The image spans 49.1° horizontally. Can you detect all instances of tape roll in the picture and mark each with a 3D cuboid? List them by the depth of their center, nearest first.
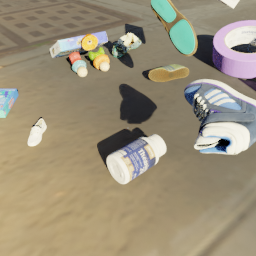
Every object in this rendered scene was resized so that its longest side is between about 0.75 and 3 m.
[{"bbox_3d":[5.095,-3.396,11.922,2.842,0.932,2.842,-7,49,9],"label":"tape roll"}]

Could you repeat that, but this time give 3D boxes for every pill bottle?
[{"bbox_3d":[0.263,0.751,7.318,1.507,0.836,0.836,-28,46,-30],"label":"pill bottle"}]

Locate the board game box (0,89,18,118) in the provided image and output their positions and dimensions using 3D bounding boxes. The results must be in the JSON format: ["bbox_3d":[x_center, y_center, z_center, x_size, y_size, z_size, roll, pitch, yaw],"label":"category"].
[{"bbox_3d":[-4.632,-0.891,9.832,1.092,0.323,1.437,1,38,1],"label":"board game box"}]

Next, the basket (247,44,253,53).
[{"bbox_3d":[6.348,-3.882,13.121,1.144,1.009,0.796,31,39,22],"label":"basket"}]

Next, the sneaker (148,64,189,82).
[{"bbox_3d":[1.606,-2.288,11.524,1.648,0.553,0.740,-7,26,-4],"label":"sneaker"}]

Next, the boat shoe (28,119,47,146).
[{"bbox_3d":[-2.797,0.110,8.514,0.382,0.374,1.078,2,38,2],"label":"boat shoe"}]

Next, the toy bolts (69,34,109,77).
[{"bbox_3d":[-1.625,-2.869,11.661,1.604,1.532,1.113,-27,59,-5],"label":"toy bolts"}]

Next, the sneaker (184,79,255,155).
[{"bbox_3d":[1.510,-0.198,5.314,1.392,0.766,1.901,-35,46,-27],"label":"sneaker"}]

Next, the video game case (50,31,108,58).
[{"bbox_3d":[-2.254,-3.718,12.621,2.173,0.494,1.969,-19,11,-22],"label":"video game case"}]

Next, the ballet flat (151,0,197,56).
[{"bbox_3d":[1.380,-2.924,8.055,2.082,0.706,0.753,56,22,11],"label":"ballet flat"}]

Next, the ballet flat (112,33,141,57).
[{"bbox_3d":[0.010,-4.201,13.699,0.858,0.858,2.312,17,41,21],"label":"ballet flat"}]

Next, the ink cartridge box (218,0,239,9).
[{"bbox_3d":[2.914,-4.240,7.943,0.899,1.232,0.903,24,29,-16],"label":"ink cartridge box"}]
